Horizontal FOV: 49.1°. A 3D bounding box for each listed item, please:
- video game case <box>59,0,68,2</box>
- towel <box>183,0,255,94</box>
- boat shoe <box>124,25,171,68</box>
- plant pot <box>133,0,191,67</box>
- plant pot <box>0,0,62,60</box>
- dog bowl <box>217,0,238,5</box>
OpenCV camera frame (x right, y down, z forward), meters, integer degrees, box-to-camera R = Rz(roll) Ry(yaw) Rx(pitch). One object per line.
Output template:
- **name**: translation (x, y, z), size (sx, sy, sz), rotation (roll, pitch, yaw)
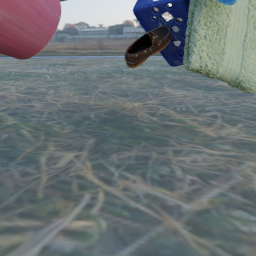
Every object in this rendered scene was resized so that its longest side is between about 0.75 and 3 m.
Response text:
- **video game case**: translation (-1.852, -4.164, 8.361), size (1.927, 0.174, 1.380), rotation (-9, 3, 5)
- **towel**: translation (2.205, -2.271, 6.084), size (2.028, 2.734, 0.499), rotation (15, -11, -19)
- **boat shoe**: translation (0.550, -2.195, 7.261), size (0.559, 0.558, 1.587), rotation (38, 73, 22)
- **plant pot**: translation (1.954, -3.465, 8.022), size (2.175, 2.419, 2.419), rotation (8, -27, 46)
- **plant pot**: translation (-2.809, -2.704, 5.633), size (2.688, 2.688, 2.406), rotation (13, -9, 36)
- **dog bowl**: translation (1.592, -2.804, 5.251), size (1.354, 0.336, 0.754), rotation (36, 5, 4)
